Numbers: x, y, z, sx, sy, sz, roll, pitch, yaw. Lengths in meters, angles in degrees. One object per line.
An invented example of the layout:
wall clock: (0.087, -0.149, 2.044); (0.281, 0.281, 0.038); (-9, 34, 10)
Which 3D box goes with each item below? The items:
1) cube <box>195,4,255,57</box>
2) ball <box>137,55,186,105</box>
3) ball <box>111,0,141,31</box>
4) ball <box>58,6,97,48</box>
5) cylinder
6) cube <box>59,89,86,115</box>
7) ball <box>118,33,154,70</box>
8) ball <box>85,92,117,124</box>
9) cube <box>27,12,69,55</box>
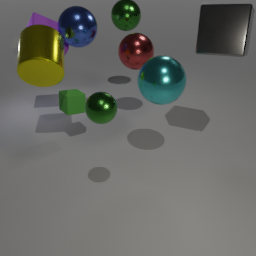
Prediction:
cube: (2.983, -2.959, 8.582); (1.400, 1.400, 1.400); (11, 19, 24)
ball: (0.967, -1.364, 8.058); (1.400, 1.400, 1.400); (0, 29, 0)
ball: (-0.094, -5.250, 13.049); (1.400, 1.400, 1.400); (0, 29, 0)
ball: (-1.793, -3.593, 9.989); (1.400, 1.400, 1.400); (0, 29, 0)
cylinder: (-2.724, -2.252, 8.853); (1.400, 1.400, 1.400); (-4, 63, -7)
cube: (-1.966, -0.924, 9.859); (0.700, 0.700, 0.700); (-13, 29, -34)
ball: (0.315, -2.976, 10.915); (1.400, 1.400, 1.400); (0, 29, 0)
ball: (-0.577, -0.430, 6.028); (0.700, 0.700, 0.700); (0, 29, 0)
cube: (-3.284, -3.334, 11.013); (1.400, 1.400, 1.400); (14, 49, -34)
